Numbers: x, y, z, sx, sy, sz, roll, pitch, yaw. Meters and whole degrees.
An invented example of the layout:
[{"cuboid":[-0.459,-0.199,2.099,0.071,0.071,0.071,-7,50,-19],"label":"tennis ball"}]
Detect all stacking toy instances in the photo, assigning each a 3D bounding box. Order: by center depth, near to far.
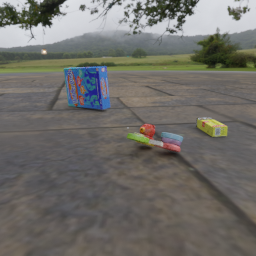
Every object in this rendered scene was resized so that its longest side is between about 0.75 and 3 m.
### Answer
[{"cuboid":[0.601,0.147,6.284,1.175,0.496,1.063,11,-6,33],"label":"stacking toy"}]

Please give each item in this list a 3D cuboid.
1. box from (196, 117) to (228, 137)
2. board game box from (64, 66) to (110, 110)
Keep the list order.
[{"cuboid":[2.427,-0.043,8.209,0.453,0.302,1.204,-3,15,-7],"label":"box"},{"cuboid":[-1.752,-1.701,11.745,2.208,1.679,0.497,8,20,40],"label":"board game box"}]
